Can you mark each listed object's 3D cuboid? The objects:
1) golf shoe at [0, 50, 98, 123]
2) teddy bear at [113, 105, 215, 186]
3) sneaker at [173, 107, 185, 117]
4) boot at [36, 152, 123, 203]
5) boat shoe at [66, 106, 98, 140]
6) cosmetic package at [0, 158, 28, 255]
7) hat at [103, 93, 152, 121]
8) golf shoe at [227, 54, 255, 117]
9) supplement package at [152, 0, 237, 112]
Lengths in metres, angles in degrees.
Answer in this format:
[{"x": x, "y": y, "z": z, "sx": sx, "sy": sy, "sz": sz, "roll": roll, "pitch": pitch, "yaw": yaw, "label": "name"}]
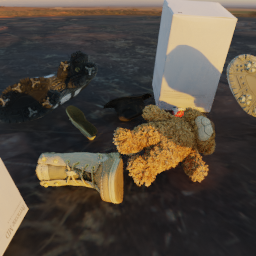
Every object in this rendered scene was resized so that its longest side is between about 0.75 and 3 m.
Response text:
[{"x": -2.210, "y": -0.957, "z": 7.966, "sx": 2.997, "sy": 1.165, "sz": 1.416, "roll": -30, "pitch": -3, "yaw": -14, "label": "golf shoe"}, {"x": 0.858, "y": 0.241, "z": 5.470, "sx": 2.378, "sy": 0.794, "sz": 1.724, "roll": -1, "pitch": 52, "yaw": -20, "label": "teddy bear"}, {"x": 1.398, "y": -0.388, "z": 7.902, "sx": 0.327, "sy": 0.360, "sz": 0.848, "roll": 6, "pitch": 2, "yaw": 22, "label": "sneaker"}, {"x": -0.815, "y": 0.766, "z": 4.680, "sx": 1.462, "sy": 0.684, "sz": 1.880, "roll": 1, "pitch": 7, "yaw": -4, "label": "boot"}, {"x": -1.149, "y": -0.122, "z": 6.789, "sx": 0.983, "sy": 0.309, "sz": 0.359, "roll": 43, "pitch": 52, "yaw": 5, "label": "boat shoe"}, {"x": -2.276, "y": 0.573, "z": 3.394, "sx": 0.950, "sy": 2.239, "sz": 1.205, "roll": -19, "pitch": 20, "yaw": 7, "label": "cosmetic package"}, {"x": 0.045, "y": -0.511, "z": 7.753, "sx": 1.420, "sy": 0.573, "sz": 1.420, "roll": -13, "pitch": -4, "yaw": -1, "label": "hat"}, {"x": 3.107, "y": -0.708, "z": 6.656, "sx": 2.687, "sy": 1.052, "sz": 1.306, "roll": 40, "pitch": 10, "yaw": -20, "label": "golf shoe"}, {"x": 1.748, "y": -2.069, "z": 8.174, "sx": 1.661, "sy": 2.774, "sz": 1.682, "roll": 2, "pitch": 37, "yaw": -3, "label": "supplement package"}]
